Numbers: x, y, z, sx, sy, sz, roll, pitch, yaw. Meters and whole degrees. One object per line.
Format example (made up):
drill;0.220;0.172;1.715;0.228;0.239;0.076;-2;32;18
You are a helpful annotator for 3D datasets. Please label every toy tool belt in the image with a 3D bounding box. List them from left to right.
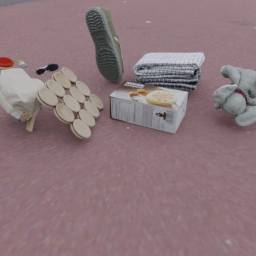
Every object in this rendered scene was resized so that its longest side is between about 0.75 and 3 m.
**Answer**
toy tool belt;-3.152;-0.928;7.816;1.312;1.291;2.101;-18;49;-39

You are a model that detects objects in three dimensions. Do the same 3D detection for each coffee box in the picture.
coffee box;0.599;-0.664;8.193;2.011;0.801;1.150;14;37;20

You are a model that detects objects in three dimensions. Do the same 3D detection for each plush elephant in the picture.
plush elephant;3.046;-0.876;7.833;1.404;1.494;1.814;-39;10;-3

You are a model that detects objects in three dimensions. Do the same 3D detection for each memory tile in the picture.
memory tile;-1.523;-0.766;7.804;0.192;1.756;2.291;-38;18;25

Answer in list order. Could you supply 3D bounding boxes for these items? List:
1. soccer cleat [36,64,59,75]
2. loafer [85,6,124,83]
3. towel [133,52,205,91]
soccer cleat;-2.660;-1.952;9.240;0.759;0.259;0.278;-21;21;-7
loafer;-0.610;-2.891;9.763;1.023;2.721;0.948;10;40;29
towel;1.476;-2.028;9.851;2.276;0.974;1.885;4;27;17
